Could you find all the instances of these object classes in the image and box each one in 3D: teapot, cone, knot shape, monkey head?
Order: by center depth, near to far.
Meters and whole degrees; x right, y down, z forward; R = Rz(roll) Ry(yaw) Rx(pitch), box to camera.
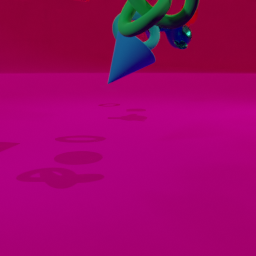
[{"bbox_3d":[0.299,-1.919,4.011,1.233,1.154,0.570,-27,-13,-1],"label":"knot shape"},{"bbox_3d":[-0.102,-1.129,5.054,0.858,0.862,0.858,37,-3,3],"label":"cone"},{"bbox_3d":[1.503,-3.074,9.248,1.162,0.973,1.615,-12,29,6],"label":"monkey head"},{"bbox_3d":[2.307,-4.401,10.873,0.643,1.314,0.817,-9,50,-5],"label":"teapot"}]

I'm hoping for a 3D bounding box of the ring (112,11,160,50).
[{"bbox_3d":[0.194,-2.216,6.406,1.121,1.121,0.224,-4,-19,-16],"label":"ring"}]

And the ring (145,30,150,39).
[{"bbox_3d":[0.901,-4.315,12.464,0.226,1.129,1.129,-21,7,15],"label":"ring"}]

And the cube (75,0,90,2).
[{"bbox_3d":[-1.481,-3.306,5.284,1.334,1.334,1.334,13,14,11],"label":"cube"}]
